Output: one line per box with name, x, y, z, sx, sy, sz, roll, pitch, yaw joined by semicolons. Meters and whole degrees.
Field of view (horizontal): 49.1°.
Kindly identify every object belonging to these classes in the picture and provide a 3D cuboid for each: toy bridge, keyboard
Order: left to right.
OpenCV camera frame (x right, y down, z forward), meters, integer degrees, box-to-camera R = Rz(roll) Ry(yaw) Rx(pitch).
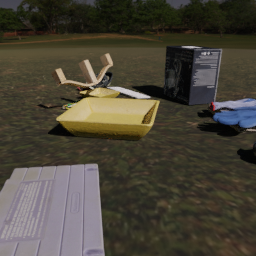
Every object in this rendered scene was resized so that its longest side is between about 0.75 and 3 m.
toy bridge;-1.565;-2.152;11.044;0.408;1.007;2.997;-15;12;44
keyboard;-0.026;-1.785;13.996;0.795;0.151;2.825;-13;24;-32

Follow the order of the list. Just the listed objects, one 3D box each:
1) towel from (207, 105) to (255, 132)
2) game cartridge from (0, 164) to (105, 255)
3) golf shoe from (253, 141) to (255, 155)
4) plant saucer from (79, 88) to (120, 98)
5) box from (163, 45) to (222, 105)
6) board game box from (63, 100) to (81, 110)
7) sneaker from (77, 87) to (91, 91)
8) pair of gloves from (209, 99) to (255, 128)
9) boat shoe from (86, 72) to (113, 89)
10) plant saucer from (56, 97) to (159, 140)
towel;4.100;-0.482;9.933;1.710;0.445;2.580;-2;20;-8
game cartridge;-1.331;1.430;4.617;1.796;0.532;2.771;-6;20;-5
golf shoe;4.096;0.483;6.863;1.935;0.703;0.891;2;20;5
plant saucer;-1.301;-1.515;12.967;1.405;0.340;1.405;16;25;36
box;2.798;-2.456;12.628;1.459;2.314;2.354;-8;21;-20
board game box;-2.003;-0.973;11.738;0.732;0.164;1.398;8;21;27
sneaker;-2.283;-2.244;14.943;0.438;0.373;1.011;15;25;40
pair of gloves;3.872;-0.518;9.192;2.229;0.316;2.773;-2;19;12
boat shoe;-1.410;-2.611;15.008;0.883;0.784;2.364;43;26;9
plant saucer;-0.478;-0.315;9.133;2.809;0.681;2.809;3;19;10
